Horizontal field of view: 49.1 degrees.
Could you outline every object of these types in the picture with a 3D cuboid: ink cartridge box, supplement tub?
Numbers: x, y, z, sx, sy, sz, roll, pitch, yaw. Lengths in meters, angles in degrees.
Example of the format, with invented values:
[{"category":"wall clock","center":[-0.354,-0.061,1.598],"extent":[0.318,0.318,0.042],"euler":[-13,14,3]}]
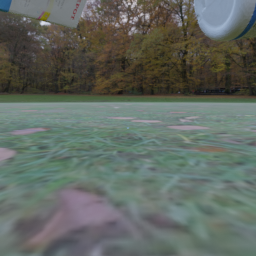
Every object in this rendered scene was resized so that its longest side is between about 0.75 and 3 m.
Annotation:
[{"category":"ink cartridge box","center":[-1.997,-3.397,5.696],"extent":[1.779,1.826,2.840],"euler":[38,23,18]},{"category":"supplement tub","center":[2.370,-2.288,4.769],"extent":[2.126,1.403,1.403],"euler":[-13,10,-16]}]
